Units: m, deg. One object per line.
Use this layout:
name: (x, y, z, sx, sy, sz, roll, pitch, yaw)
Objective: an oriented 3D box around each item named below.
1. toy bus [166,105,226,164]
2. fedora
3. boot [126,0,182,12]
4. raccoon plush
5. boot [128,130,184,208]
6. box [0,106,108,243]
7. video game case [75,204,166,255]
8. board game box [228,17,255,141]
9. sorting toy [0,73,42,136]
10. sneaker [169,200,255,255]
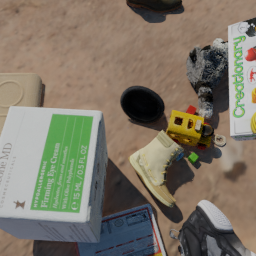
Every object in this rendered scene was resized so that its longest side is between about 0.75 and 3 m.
toy bus: (1.738, 0.043, 7.435, 1.522, 0.787, 1.436, -29, 72, -10)
fedora: (0.432, -0.725, 7.753, 1.245, 1.245, 0.569, 17, 36, 6)
boot: (0.864, -4.331, 9.029, 1.889, 0.916, 0.706, 3, 69, 1)
raccoon plush: (2.620, -1.477, 8.154, 1.555, 1.123, 2.321, -5, 97, -16)
boot: (0.951, 0.999, 7.018, 1.283, 0.601, 1.650, -41, 67, 5)
box: (-1.540, 1.086, 6.075, 1.986, 2.319, 2.307, 3, 59, 2)
video game case: (-0.024, 3.396, 6.441, 1.996, 0.244, 2.791, -15, 70, -6)
board game box: (2.535, -0.961, 4.882, 1.440, 0.395, 2.281, -9, 69, 37)
sorting toy: (-3.849, -0.404, 7.822, 2.665, 0.486, 2.467, 1, 69, -4)
sneaker: (2.049, 3.014, 6.278, 1.443, 0.957, 2.536, -36, 76, -5)
